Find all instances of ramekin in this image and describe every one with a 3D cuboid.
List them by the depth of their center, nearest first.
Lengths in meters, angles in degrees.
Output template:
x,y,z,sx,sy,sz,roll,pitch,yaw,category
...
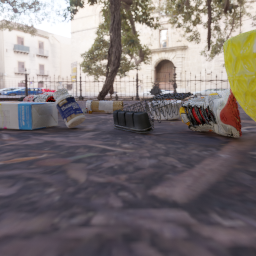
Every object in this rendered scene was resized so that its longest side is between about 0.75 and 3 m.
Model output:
x,y,z,sx,sy,sz,roll,pitch,yaw,category
1.369,-0.665,10.226,1.208,0.589,1.208,-3,11,1,ramekin

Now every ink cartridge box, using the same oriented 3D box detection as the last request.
x,y,z,sx,sy,sz,roll,pitch,yaw,category
-3.129,-0.381,7.746,2.029,0.688,1.168,2,7,19,ink cartridge box

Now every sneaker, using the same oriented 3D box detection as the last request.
x,y,z,sx,sy,sz,roll,pitch,yaw,category
1.756,-0.240,6.227,1.067,1.011,2.598,-13,2,3,sneaker
-3.760,-1.197,13.601,1.616,1.007,3.016,3,11,17,sneaker

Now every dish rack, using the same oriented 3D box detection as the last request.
x,y,z,sx,sy,sz,roll,pitch,yaw,category
0.675,-0.481,7.122,1.937,0.528,1.486,-23,18,-28,dish rack

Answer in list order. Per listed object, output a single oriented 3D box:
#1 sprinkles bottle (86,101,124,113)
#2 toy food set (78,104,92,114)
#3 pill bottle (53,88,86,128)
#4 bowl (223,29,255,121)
x,y,z,sx,sy,sz,roll,pitch,yaw,category
-1.148,-1.049,13.842,1.807,0.616,0.616,1,7,8,sprinkles bottle
-2.226,-0.908,13.212,1.069,0.481,0.510,-3,7,-26,toy food set
-1.587,-0.546,7.452,0.546,0.984,0.546,-30,-11,-6,pill bottle
2.738,-0.370,3.649,2.966,1.596,2.966,1,7,0,bowl
